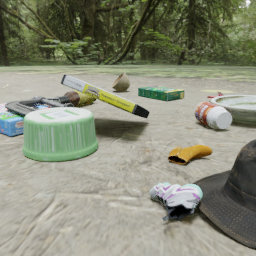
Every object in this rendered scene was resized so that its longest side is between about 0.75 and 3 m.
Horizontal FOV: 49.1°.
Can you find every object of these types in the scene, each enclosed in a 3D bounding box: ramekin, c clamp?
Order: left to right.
[{"bbox_3d":[-2.846,-0.807,9.624,2.378,0.377,2.783,-9,20,-40],"label":"c clamp"},{"bbox_3d":[-1.739,0.080,7.201,1.918,0.937,1.918,0,16,0],"label":"ramekin"}]

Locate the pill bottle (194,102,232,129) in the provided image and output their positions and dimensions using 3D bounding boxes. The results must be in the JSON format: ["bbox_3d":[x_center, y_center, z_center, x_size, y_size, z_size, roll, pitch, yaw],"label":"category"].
[{"bbox_3d":[2.829,-0.408,9.322,0.745,0.745,1.329,-4,16,-14],"label":"pill bottle"}]

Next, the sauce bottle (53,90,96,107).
[{"bbox_3d":[-2.367,-1.324,12.598,0.769,0.769,2.376,10,19,32],"label":"sauce bottle"}]

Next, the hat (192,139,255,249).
[{"bbox_3d":[2.436,0.762,4.474,2.788,1.125,2.788,0,16,0],"label":"hat"}]

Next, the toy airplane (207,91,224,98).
[{"bbox_3d":[4.715,-1.350,13.208,2.524,0.464,2.524,3,15,-1],"label":"toy airplane"}]

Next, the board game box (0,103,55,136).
[{"bbox_3d":[-3.878,-0.428,9.804,2.864,0.524,2.166,11,19,37],"label":"board game box"}]

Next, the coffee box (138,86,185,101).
[{"bbox_3d":[1.768,-1.890,15.083,1.385,0.495,2.253,-12,19,-36],"label":"coffee box"}]

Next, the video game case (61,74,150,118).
[{"bbox_3d":[-0.560,-0.918,8.808,2.291,0.323,2.535,23,4,11],"label":"video game case"}]

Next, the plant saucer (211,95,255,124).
[{"bbox_3d":[4.467,-0.656,10.251,2.815,0.707,2.815,-1,16,0],"label":"plant saucer"}]

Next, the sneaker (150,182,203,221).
[{"bbox_3d":[0.635,1.187,4.369,0.950,0.369,0.664,-16,24,41],"label":"sneaker"}]

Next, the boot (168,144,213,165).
[{"bbox_3d":[1.435,0.644,6.457,0.952,0.335,0.682,2,21,21],"label":"boot"}]

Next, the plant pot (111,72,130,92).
[{"bbox_3d":[-0.335,-2.696,17.152,0.806,1.200,1.200,39,5,-18],"label":"plant pot"}]
